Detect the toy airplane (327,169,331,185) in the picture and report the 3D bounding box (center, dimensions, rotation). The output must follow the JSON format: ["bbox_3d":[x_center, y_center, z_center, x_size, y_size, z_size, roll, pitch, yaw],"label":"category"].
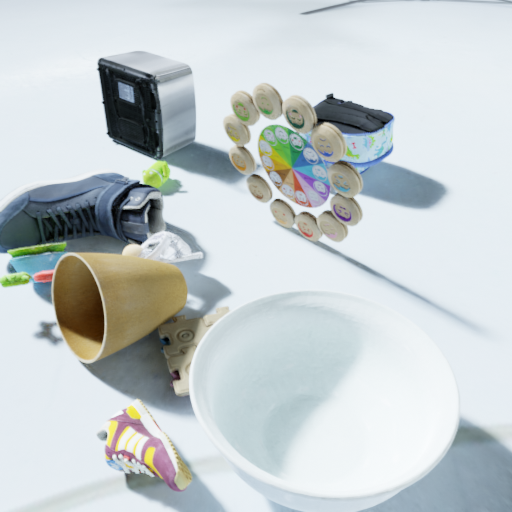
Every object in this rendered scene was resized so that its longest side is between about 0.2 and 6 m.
[{"bbox_3d":[1.744,-1.916,13.817,0.595,0.420,0.593,-26,80,-51],"label":"toy airplane"}]

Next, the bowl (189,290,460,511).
[{"bbox_3d":[0.837,2.065,7.494,3.391,1.524,3.391,0,36,0],"label":"bowl"}]

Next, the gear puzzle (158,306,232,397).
[{"bbox_3d":[0.115,1.451,9.344,3.335,0.437,1.727,-10,37,-17],"label":"gear puzzle"}]

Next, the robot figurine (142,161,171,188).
[{"bbox_3d":[-2.481,-2.011,13.949,0.794,0.524,0.906,-8,31,29],"label":"robot figurine"}]

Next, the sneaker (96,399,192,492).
[{"bbox_3d":[-1.511,2.643,7.367,0.814,0.677,1.806,-32,28,-20],"label":"sneaker"}]

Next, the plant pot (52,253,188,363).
[{"bbox_3d":[-2.165,0.689,9.447,1.885,1.757,1.757,-12,34,-44],"label":"plant pot"}]

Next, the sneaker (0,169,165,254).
[{"bbox_3d":[-3.504,-0.732,11.497,2.520,1.326,3.488,26,42,35],"label":"sneaker"}]

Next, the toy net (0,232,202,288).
[{"bbox_3d":[-2.853,-0.025,10.367,3.642,0.703,1.911,-8,1,-2],"label":"toy net"}]

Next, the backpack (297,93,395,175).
[{"bbox_3d":[2.322,-2.964,14.257,2.255,1.657,2.063,19,43,34],"label":"backpack"}]

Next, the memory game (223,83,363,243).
[{"bbox_3d":[0.634,-1.714,11.079,3.627,3.627,0.231,30,59,34],"label":"memory game"}]

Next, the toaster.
[{"bbox_3d":[-2.914,-4.146,15.286,2.637,2.384,1.565,26,44,31],"label":"toaster"}]
